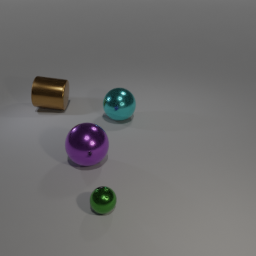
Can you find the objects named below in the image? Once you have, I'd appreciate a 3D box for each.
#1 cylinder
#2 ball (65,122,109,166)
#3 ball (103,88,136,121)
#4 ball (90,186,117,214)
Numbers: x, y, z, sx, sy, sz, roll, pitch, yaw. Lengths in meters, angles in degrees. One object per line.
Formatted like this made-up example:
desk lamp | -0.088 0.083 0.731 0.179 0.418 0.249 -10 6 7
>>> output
cylinder | -3.486 -1.574 12.699 1.400 1.400 1.400 7 28 -3
ball | -1.306 0.521 8.970 1.400 1.400 1.400 0 28 0
ball | -0.361 -0.995 11.771 1.400 1.400 1.400 0 28 0
ball | -0.642 1.862 7.256 0.700 0.700 0.700 0 28 0
